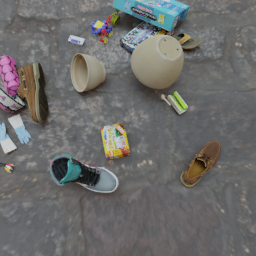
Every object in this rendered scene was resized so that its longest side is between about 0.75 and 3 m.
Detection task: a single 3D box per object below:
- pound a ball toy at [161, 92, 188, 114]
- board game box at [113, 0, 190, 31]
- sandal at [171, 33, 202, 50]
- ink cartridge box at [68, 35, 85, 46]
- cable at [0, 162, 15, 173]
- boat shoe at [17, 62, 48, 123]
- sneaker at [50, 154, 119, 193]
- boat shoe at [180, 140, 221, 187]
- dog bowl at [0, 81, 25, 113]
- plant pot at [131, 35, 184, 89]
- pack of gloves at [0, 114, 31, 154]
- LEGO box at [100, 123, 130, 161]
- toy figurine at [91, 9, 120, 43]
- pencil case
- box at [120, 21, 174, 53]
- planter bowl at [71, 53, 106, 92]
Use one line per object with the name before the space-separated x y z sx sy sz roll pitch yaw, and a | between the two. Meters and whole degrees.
pound a ball toy | 1.906 -1.032 11.694 0.670 0.437 1.028 -29 68 -14
board game box | 1.131 -5.656 13.093 2.934 0.688 2.215 27 42 12
sandal | 2.448 -4.106 12.920 1.872 0.505 0.752 16 65 17
ink cartridge box | -2.439 -4.143 13.260 0.756 0.140 0.358 18 69 5
cable | -4.784 1.411 10.857 0.865 0.218 0.420 20 69 8
boat shoe | -4.008 -1.398 11.687 1.004 1.063 2.955 -13 58 -1
sneaker | -1.579 1.530 9.320 2.452 1.481 1.025 17 87 12
boat shoe | 2.859 1.300 10.614 0.796 0.747 2.212 40 72 15
dog bowl | -5.042 -1.291 11.284 1.716 1.716 0.633 43 86 16
plant pot | 1.289 -2.710 10.685 2.075 1.393 2.075 5 74 -16
pack of gloves | -4.684 0.256 11.398 1.148 0.270 1.366 -26 73 -22
LEGO box | -0.505 0.537 11.074 0.955 0.495 1.283 -12 68 -5
toy figurine | -1.231 -4.962 13.211 1.084 0.954 1.809 21 66 16
pencil case | -4.999 -2.230 12.059 0.840 0.867 1.850 -41 62 30
box | 0.888 -4.233 13.002 1.482 0.432 2.165 39 73 25
planter bowl | -1.609 -2.332 11.858 1.050 1.561 1.561 -8 64 -36
